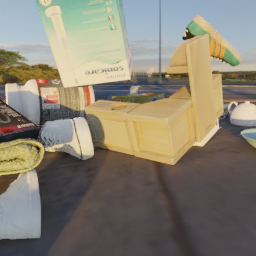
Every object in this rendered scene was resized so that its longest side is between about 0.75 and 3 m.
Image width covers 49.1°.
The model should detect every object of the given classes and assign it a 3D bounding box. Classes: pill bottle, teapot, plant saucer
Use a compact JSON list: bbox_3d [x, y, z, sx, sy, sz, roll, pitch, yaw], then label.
[{"bbox_3d":[-2.477,-0.825,8.978,2.558,1.482,1.482,-5,12,-25],"label":"pill bottle"},{"bbox_3d":[3.865,-0.502,9.216,1.049,0.766,1.035,3,11,17],"label":"teapot"},{"bbox_3d":[3.384,0.328,6.101,1.771,0.341,1.771,0,12,0],"label":"plant saucer"}]

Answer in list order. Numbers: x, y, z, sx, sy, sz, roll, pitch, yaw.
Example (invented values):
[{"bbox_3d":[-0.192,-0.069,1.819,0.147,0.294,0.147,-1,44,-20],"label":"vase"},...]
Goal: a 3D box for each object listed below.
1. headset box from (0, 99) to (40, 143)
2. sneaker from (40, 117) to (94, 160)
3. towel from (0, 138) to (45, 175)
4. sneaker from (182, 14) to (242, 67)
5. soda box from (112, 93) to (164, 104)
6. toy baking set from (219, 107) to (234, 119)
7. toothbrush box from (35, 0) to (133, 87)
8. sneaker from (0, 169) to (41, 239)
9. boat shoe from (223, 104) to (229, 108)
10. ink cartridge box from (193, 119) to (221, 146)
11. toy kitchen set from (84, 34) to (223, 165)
[{"bbox_3d":[-2.775,0.031,5.361,1.881,0.727,1.400,32,25,22],"label":"headset box"},{"bbox_3d":[-1.305,0.246,5.687,0.816,0.842,2.306,-15,7,-22],"label":"sneaker"},{"bbox_3d":[-2.300,0.569,3.582,2.232,0.407,1.656,-14,1,-28],"label":"towel"},{"bbox_3d":[2.786,-2.682,9.384,2.344,0.936,0.836,33,22,-22],"label":"sneaker"},{"bbox_3d":[0.480,-0.904,11.054,0.889,0.840,2.625,6,13,33],"label":"soda box"},{"bbox_3d":[3.701,-0.569,11.047,1.652,0.250,2.153,-9,14,-27],"label":"toy baking set"},{"bbox_3d":[-0.971,-2.402,6.927,1.826,2.494,1.064,-6,34,10],"label":"toothbrush box"},{"bbox_3d":[-1.421,0.824,3.209,0.756,0.482,1.308,-1,12,-20],"label":"sneaker"},{"bbox_3d":[4.036,-0.956,12.624,1.040,0.340,0.383,-2,11,-10],"label":"boat shoe"},{"bbox_3d":[1.216,-0.127,7.907,2.410,0.528,2.432,6,13,27],"label":"ink cartridge box"},{"bbox_3d":[0.607,-0.840,6.142,2.193,1.983,2.431,9,31,39],"label":"toy kitchen set"}]
